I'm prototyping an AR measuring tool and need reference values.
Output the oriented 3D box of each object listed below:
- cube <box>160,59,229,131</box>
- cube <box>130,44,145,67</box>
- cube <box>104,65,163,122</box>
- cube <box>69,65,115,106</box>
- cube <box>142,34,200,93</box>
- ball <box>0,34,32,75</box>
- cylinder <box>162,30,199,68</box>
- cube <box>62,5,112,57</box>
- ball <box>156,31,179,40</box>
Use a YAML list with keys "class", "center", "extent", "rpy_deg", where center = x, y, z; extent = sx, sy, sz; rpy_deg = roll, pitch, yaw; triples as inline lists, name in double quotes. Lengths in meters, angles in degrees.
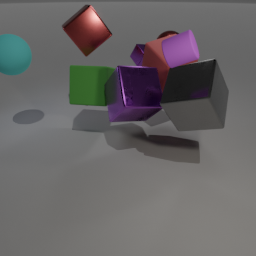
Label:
- class: "cube"
  center: [1.937, -0.881, 7.998]
  extent: [1.400, 1.400, 1.400]
  rpy_deg: [-4, 54, 34]
- class: "cube"
  center: [0.647, -3.184, 12.293]
  extent: [0.700, 0.700, 0.700]
  rpy_deg: [-11, 58, -39]
- class: "cube"
  center: [0.166, -1.073, 9.174]
  extent: [1.400, 1.400, 1.400]
  rpy_deg: [-3, -16, -24]
- class: "cube"
  center: [-1.306, -1.603, 10.575]
  extent: [1.400, 1.400, 1.400]
  rpy_deg: [4, 10, 9]
- class: "cube"
  center: [1.483, -2.327, 10.234]
  extent: [1.400, 1.400, 1.400]
  rpy_deg: [-24, 58, -23]
- class: "ball"
  center: [-4.105, -2.552, 9.792]
  extent: [1.400, 1.400, 1.400]
  rpy_deg: [0, 28, 0]
- class: "cylinder"
  center: [1.252, -1.875, 6.679]
  extent: [0.700, 0.700, 0.700]
  rpy_deg: [-15, 21, 25]
- class: "cube"
  center: [-1.705, -4.001, 11.453]
  extent: [1.400, 1.400, 1.400]
  rpy_deg: [-39, 28, 4]
- class: "ball"
  center: [1.909, -3.731, 12.844]
  extent: [1.400, 1.400, 1.400]
  rpy_deg: [0, 28, 0]
